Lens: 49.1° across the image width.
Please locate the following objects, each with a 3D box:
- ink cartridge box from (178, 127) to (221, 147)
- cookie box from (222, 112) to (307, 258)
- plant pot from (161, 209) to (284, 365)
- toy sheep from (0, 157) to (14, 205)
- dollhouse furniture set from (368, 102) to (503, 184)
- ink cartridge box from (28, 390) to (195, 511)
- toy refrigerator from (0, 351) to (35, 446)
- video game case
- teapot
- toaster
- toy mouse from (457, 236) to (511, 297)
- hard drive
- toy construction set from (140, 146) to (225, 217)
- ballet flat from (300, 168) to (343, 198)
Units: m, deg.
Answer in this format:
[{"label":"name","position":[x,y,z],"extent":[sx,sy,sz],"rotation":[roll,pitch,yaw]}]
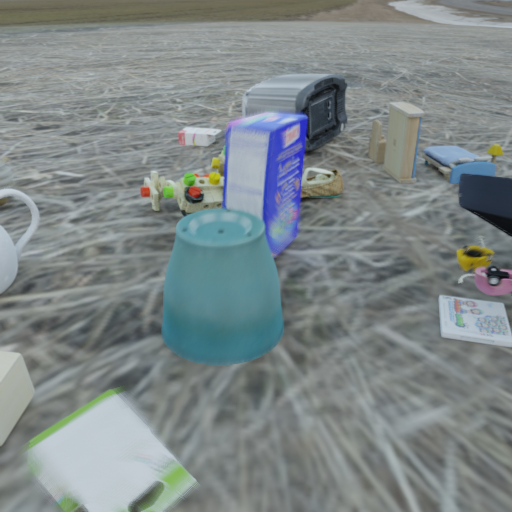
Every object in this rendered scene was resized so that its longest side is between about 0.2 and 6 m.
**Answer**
[{"label":"ink cartridge box","position":[-1.359,-2.897,13.652],"extent":[0.946,0.319,0.551],"rotation":[7,28,16]},{"label":"cookie box","position":[0.129,-0.996,7.931],"extent":[0.706,1.880,1.608],"rotation":[12,22,18]},{"label":"plant pot","position":[-0.401,0.258,6.428],"extent":[1.467,1.379,1.467],"rotation":[0,28,0]},{"label":"toy sheep","position":[-4.664,-1.390,9.908],"extent":[0.747,1.084,0.747],"rotation":[-4,32,3]},{"label":"dollhouse furniture set","position":[3.767,-2.512,11.734],"extent":[2.152,1.405,2.032],"rotation":[-5,28,-10]},{"label":"ink cartridge box","position":[-1.191,1.775,4.587],"extent":[1.111,0.421,0.821],"rotation":[39,42,21]},{"label":"toy refrigerator","position":[-3.129,1.284,5.306],"extent":[1.779,0.622,0.675],"rotation":[3,35,8]},{"label":"video game case","position":[2.645,0.775,6.812],"extent":[0.783,0.102,0.860],"rotation":[7,28,13]},{"label":"teapot","position":[-4.028,-0.159,7.309],"extent":[1.759,1.301,1.782],"rotation":[4,27,7]},{"label":"toaster","position":[0.889,-3.448,13.419],"extent":[1.793,1.578,2.776],"rotation":[14,35,32]},{"label":"toy mouse","position":[3.059,0.235,6.744],"extent":[1.368,0.298,1.540],"rotation":[20,28,37]},{"label":"hard drive","position":[3.876,-0.412,7.098],"extent":[1.706,0.535,2.529],"rotation":[24,4,-25]},{"label":"toy construction set","position":[-0.911,-1.278,9.788],"extent":[2.183,1.006,1.431],"rotation":[-16,55,-13]},{"label":"ballet flat","position":[0.808,-1.329,10.359],"extent":[1.744,0.569,0.615],"rotation":[-11,29,-20]}]
